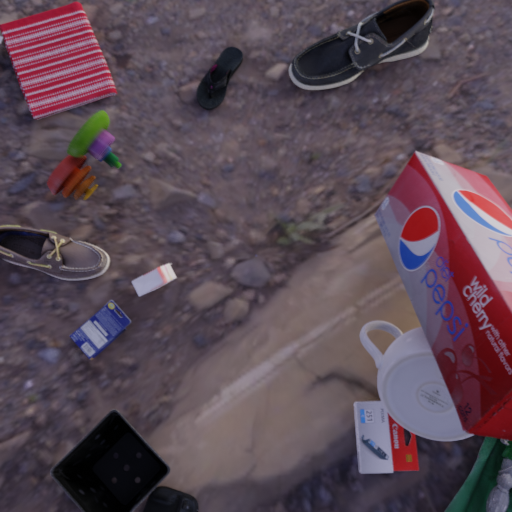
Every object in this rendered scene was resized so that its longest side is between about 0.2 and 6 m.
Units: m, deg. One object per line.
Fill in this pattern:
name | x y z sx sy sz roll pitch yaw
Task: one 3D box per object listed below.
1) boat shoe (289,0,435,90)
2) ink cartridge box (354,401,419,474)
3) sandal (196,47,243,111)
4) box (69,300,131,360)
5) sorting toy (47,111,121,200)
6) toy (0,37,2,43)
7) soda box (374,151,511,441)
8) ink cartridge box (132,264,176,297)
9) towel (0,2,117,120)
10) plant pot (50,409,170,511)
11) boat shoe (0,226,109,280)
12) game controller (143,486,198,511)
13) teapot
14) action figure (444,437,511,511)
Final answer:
boat shoe | 2.179 -4.478 11.669 3.257 1.101 1.170 -23 75 -6
ink cartridge box | 2.227 3.071 9.538 1.027 0.261 1.166 -2 72 0
sandal | -0.801 -3.809 11.790 0.614 0.391 1.632 21 73 7
box | -2.808 1.340 10.170 0.985 0.160 0.597 -42 77 -11
sorting toy | -3.091 -1.785 10.584 0.829 2.019 1.213 40 35 -12
toy | -6.036 -3.949 11.840 0.964 0.395 1.674 11 73 7
soda box | 3.338 0.367 8.455 1.645 1.490 4.700 14 37 -18
ink cartridge box | -1.795 0.418 10.089 0.542 0.931 0.314 -28 91 10
towel | -4.247 -4.210 11.990 1.849 0.287 2.557 -22 74 -9
plant pot | -2.180 3.412 8.939 1.326 1.176 1.323 42 77 13
boat shoe | -3.858 -0.086 10.389 2.204 0.656 0.792 13 72 4
game controller | -1.549 4.644 9.017 0.877 0.354 1.682 11 71 19
teapot | 2.997 1.904 9.301 2.017 1.493 2.044 -21 104 29
action figure | 4.532 3.181 9.210 2.015 0.933 3.411 23 69 11
